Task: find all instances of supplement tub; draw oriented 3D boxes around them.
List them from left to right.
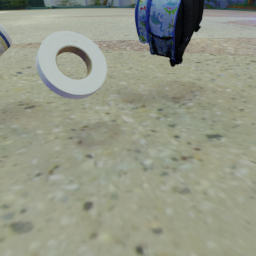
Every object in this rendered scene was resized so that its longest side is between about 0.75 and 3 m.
[{"bbox_3d":[-4.277,-2.232,7.724,1.287,1.287,1.782,23,67,36],"label":"supplement tub"}]

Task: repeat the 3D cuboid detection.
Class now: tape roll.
[{"bbox_3d":[-1.276,-1.466,6.481,1.644,1.644,0.300,-20,-7,-33],"label":"tape roll"}]

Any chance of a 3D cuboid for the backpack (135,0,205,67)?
[{"bbox_3d":[1.307,-3.757,8.940,1.861,2.533,2.318,23,68,17],"label":"backpack"}]
